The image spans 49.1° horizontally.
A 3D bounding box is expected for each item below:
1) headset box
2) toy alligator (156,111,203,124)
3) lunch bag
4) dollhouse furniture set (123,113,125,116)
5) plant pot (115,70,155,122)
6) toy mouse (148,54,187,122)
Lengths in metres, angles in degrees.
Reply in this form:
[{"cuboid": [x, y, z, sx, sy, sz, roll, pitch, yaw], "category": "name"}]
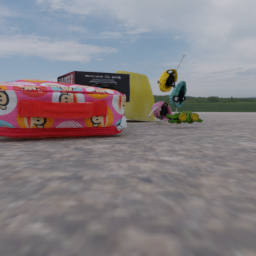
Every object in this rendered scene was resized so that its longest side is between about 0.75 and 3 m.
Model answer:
[{"cuboid": [-1.168, -1.306, 9.278, 1.843, 0.956, 2.477, -2, 4, -26], "category": "headset box"}, {"cuboid": [1.627, -0.349, 8.881, 1.552, 0.373, 0.515, -1, -11, -10], "category": "toy alligator"}, {"cuboid": [-1.552, -0.460, 6.289, 2.937, 1.203, 2.587, -1, 9, -26], "category": "lunch bag"}, {"cuboid": [-1.062, -0.480, 11.065, 1.692, 0.877, 0.749, 13, -21, 49], "category": "dollhouse furniture set"}, {"cuboid": [0.017, -1.599, 13.459, 2.944, 2.090, 2.944, 9, 8, -1], "category": "plant pot"}, {"cuboid": [1.595, -1.080, 10.968, 0.534, 2.760, 2.453, 19, -29, 36], "category": "toy mouse"}]
